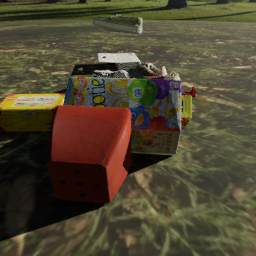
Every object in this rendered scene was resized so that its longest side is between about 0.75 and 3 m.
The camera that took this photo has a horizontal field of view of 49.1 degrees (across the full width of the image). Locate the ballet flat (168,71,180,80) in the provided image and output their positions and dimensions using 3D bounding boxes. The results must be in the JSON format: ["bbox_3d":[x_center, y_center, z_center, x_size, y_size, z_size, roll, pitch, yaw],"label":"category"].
[{"bbox_3d":[1.993,-2.097,12.094,0.551,0.551,1.586,1,26,1],"label":"ballet flat"}]

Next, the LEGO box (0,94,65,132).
[{"bbox_3d":[-2.885,-0.506,8.638,1.876,0.724,1.397,-1,25,-2],"label":"LEGO box"}]

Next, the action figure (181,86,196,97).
[{"bbox_3d":[1.550,-1.475,10.996,2.104,0.544,0.688,-1,28,3],"label":"action figure"}]

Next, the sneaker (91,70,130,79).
[{"bbox_3d":[-0.922,-1.998,11.724,1.282,0.786,1.970,-21,32,-35],"label":"sneaker"}]

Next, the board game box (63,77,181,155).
[{"bbox_3d":[-0.104,-0.284,6.826,2.657,1.393,1.369,3,63,6],"label":"board game box"}]

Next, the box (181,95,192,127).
[{"bbox_3d":[0.417,-0.510,8.221,2.755,0.690,1.037,2,-15,4],"label":"box"}]

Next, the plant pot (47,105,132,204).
[{"bbox_3d":[-0.778,0.602,5.583,1.568,1.566,1.382,3,38,6],"label":"plant pot"}]

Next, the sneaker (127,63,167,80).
[{"bbox_3d":[0.537,-2.374,12.321,2.467,0.980,0.968,7,28,18],"label":"sneaker"}]

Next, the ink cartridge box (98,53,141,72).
[{"bbox_3d":[-0.558,-3.664,15.471,2.177,0.553,2.471,-3,25,-6],"label":"ink cartridge box"}]

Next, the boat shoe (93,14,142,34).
[{"bbox_3d":[-0.363,-3.895,10.364,1.851,0.574,0.666,11,5,1],"label":"boat shoe"}]
